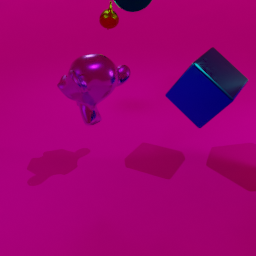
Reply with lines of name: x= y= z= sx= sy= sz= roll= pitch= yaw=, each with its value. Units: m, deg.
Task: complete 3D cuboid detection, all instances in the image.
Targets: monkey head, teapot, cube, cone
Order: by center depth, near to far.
monkey head: x=-0.685 y=-0.809 z=5.840 sx=1.165 sy=1.390 sz=1.933 roll=-19 pitch=3 yaw=35
cube: x=1.704 y=-0.875 z=6.110 sx=1.085 sy=1.085 sz=1.085 roll=45 pitch=48 yaw=5
teapot: x=-0.646 y=-3.804 z=9.600 sx=0.682 sy=1.097 sz=0.537 roll=1 pitch=61 yaw=-11
cone: x=0.108 y=-4.865 z=10.062 sx=1.523 sy=1.523 sz=1.529 roll=-2 pitch=15 yaw=-4
